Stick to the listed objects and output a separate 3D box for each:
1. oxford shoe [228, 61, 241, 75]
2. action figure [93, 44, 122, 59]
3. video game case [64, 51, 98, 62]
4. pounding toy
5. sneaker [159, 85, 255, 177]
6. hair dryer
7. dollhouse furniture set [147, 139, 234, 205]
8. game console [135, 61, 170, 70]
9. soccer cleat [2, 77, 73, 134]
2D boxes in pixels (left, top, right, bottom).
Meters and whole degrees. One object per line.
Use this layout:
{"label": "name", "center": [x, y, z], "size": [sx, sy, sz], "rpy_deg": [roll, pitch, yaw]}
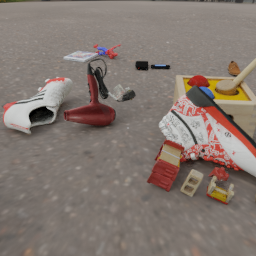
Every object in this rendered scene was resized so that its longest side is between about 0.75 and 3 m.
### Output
{"label": "oxford shoe", "center": [4.619, -2.599, 12.167], "size": [0.444, 0.444, 1.245], "rpy_deg": [2, 31, 0]}
{"label": "action figure", "center": [-0.947, -4.032, 14.533], "size": [0.882, 0.582, 1.782], "rpy_deg": [-31, 40, -25]}
{"label": "video game case", "center": [-2.399, -3.675, 14.363], "size": [1.242, 0.157, 1.363], "rpy_deg": [12, 32, 21]}
{"label": "pounding toy", "center": [2.524, -0.815, 7.645], "size": [2.424, 1.723, 2.231], "rpy_deg": [3, 30, 5]}
{"label": "sneaker", "center": [1.905, 0.469, 6.250], "size": [2.683, 1.438, 0.896], "rpy_deg": [48, 22, 8]}
{"label": "hair dryer", "center": [-0.974, -0.837, 8.045], "size": [1.689, 0.602, 2.217], "rpy_deg": [43, 58, -2]}
{"label": "dollhouse furniture set", "center": [1.286, 0.975, 5.761], "size": [1.600, 0.651, 0.861], "rpy_deg": [24, 33, 7]}
{"label": "game console", "center": [1.132, -2.878, 12.906], "size": [1.595, 0.192, 0.941], "rpy_deg": [2, 29, 2]}
{"label": "soccer cleat", "center": [-2.411, -0.700, 8.381], "size": [1.184, 0.954, 2.780], "rpy_deg": [25, 38, 19]}
